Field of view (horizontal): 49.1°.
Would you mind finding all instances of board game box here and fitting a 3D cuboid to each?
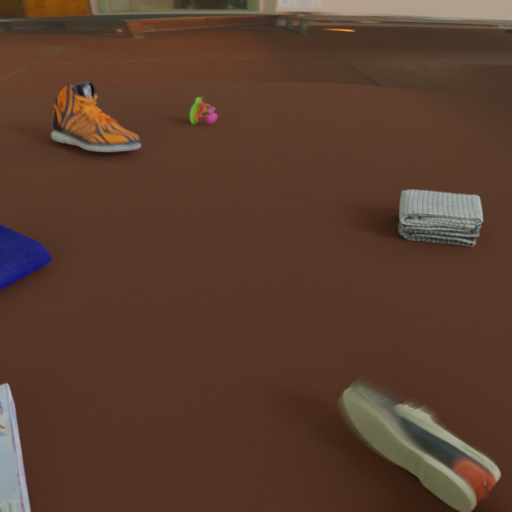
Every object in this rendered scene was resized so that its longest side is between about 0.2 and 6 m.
[{"bbox_3d":[-3.692,2.530,6.080,2.171,0.447,2.166,-13,33,-22],"label":"board game box"}]

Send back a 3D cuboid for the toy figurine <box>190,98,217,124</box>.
[{"bbox_3d":[-1.625,-4.641,18.170,0.797,0.866,0.650,17,6,20],"label":"toy figurine"}]

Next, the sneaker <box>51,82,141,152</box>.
[{"bbox_3d":[-4.643,-3.979,15.886,3.169,1.775,1.229,15,21,23],"label":"sneaker"}]

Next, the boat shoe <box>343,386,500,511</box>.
[{"bbox_3d":[1.857,2.115,6.558,0.600,0.682,1.917,-31,45,-28],"label":"boat shoe"}]

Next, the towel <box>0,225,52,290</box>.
[{"bbox_3d":[-5.194,0.309,9.870,1.892,0.635,2.563,23,36,22],"label":"towel"}]

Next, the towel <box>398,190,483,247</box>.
[{"bbox_3d":[3.808,-0.809,11.664,1.650,0.706,1.366,6,29,14],"label":"towel"}]
